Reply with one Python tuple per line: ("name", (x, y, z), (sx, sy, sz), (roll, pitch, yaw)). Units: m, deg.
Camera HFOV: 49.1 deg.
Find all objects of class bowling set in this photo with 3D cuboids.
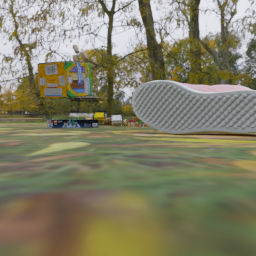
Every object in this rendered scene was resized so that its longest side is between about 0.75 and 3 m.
("bowling set", (-1.521, -2.154, 9.074), (0.987, 0.687, 0.530), (26, 23, -34))

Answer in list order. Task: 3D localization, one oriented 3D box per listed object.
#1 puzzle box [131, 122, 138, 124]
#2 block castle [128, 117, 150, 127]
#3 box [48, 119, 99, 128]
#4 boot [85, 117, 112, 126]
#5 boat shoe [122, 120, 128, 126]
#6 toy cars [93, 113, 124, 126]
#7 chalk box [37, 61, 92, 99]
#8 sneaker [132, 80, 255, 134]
("puzzle box", (1.045, -0.211, 15.499), (1.815, 0.231, 1.207), (0, 1, -7))
("block castle", (0.594, -0.319, 14.383), (1.064, 0.499, 0.711), (-1, 1, -19))
("box", (-2.324, -0.189, 11.752), (1.877, 0.354, 1.282), (-1, 1, -25))
("boot", (-1.530, -0.402, 16.764), (1.898, 0.628, 1.662), (1, -12, -20))
("boat shoe", (-0.205, -0.269, 15.974), (0.378, 0.402, 1.091), (-13, 1, 4))
("toy cars", (-1.129, -0.420, 15.763), (1.247, 0.616, 2.782), (-15, 18, -43))
("chalk box", (-1.794, -1.461, 8.623), (1.047, 1.039, 1.677), (2, 9, 26))
("sneaker", (1.549, -0.402, 5.819), (2.786, 1.048, 1.456), (8, 8, 31))
